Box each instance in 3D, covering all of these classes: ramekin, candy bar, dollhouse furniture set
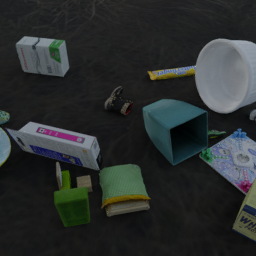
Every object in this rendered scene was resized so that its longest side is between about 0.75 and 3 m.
[{"bbox_3d":[4.089,-2.077,11.046,1.382,2.836,2.836,-12,44,-24],"label":"ramekin"},{"bbox_3d":[2.299,-2.668,13.413,2.720,0.301,0.678,-10,45,-9],"label":"candy bar"},{"bbox_3d":[-0.716,1.588,8.154,2.621,1.315,1.717,-8,44,-8],"label":"dollhouse furniture set"}]

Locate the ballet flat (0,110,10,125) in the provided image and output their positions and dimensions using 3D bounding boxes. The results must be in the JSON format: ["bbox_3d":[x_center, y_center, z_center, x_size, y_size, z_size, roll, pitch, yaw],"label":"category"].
[{"bbox_3d":[-5.897,-0.476,10.691,2.503,0.929,0.929,-8,44,-8],"label":"ballet flat"}]

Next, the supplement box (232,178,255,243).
[{"bbox_3d":[3.543,2.209,7.560,0.825,1.229,1.228,24,49,24],"label":"supplement box"}]

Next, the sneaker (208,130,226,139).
[{"bbox_3d":[3.231,0.188,10.252,0.785,0.306,0.334,-1,49,-16],"label":"sneaker"}]

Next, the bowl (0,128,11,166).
[{"bbox_3d":[-4.931,0.787,9.013,1.976,1.063,1.976,22,41,-21],"label":"bowl"}]

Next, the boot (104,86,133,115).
[{"bbox_3d":[-0.261,-1.118,11.613,1.027,0.499,1.364,20,51,22],"label":"boot"}]

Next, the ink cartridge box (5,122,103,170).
[{"bbox_3d":[-2.352,0.546,9.136,2.985,1.413,0.553,11,57,13],"label":"ink cartridge box"}]

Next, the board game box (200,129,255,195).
[{"bbox_3d":[3.890,1.021,9.450,2.089,0.270,2.088,-26,47,-24],"label":"board game box"}]

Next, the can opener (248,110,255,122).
[{"bbox_3d":[5.715,-0.430,10.881,1.945,0.512,0.646,12,44,12],"label":"can opener"}]

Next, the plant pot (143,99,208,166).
[{"bbox_3d":[1.499,-0.084,9.826,1.500,1.500,2.123,-24,35,-18],"label":"plant pot"}]

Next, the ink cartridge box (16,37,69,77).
[{"bbox_3d":[-4.001,-3.387,13.268,2.092,1.534,0.869,9,43,8],"label":"ink cartridge box"}]
